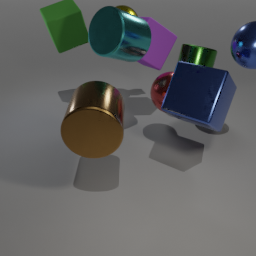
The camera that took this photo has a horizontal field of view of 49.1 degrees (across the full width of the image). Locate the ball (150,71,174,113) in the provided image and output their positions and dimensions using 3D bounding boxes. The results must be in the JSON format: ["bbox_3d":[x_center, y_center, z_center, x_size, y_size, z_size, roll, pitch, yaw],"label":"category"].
[{"bbox_3d":[1.451,-1.184,9.379,1.400,1.400,1.400,0,29,0],"label":"ball"}]

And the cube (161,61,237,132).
[{"bbox_3d":[1.986,-0.841,7.748,1.400,1.400,1.400,21,2,31],"label":"cube"}]

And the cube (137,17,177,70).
[{"bbox_3d":[0.697,-3.204,10.589,1.400,1.400,1.400,23,9,-32],"label":"cube"}]

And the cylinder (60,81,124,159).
[{"bbox_3d":[-0.794,-0.227,6.751,1.400,1.400,1.400,0,33,0],"label":"cylinder"}]

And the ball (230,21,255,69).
[{"bbox_3d":[3.820,-2.474,8.406,1.400,1.400,1.400,0,29,0],"label":"ball"}]

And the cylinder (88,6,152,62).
[{"bbox_3d":[-0.232,-2.781,8.471,1.400,1.400,1.400,22,17,35],"label":"cylinder"}]

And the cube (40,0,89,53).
[{"bbox_3d":[-2.559,-4.180,11.420,1.400,1.400,1.400,-24,50,-8],"label":"cube"}]

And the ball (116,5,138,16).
[{"bbox_3d":[-0.237,-4.294,11.529,1.400,1.400,1.400,0,29,0],"label":"ball"}]

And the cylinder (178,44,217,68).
[{"bbox_3d":[2.661,-2.494,11.106,1.400,1.400,1.400,11,15,-3],"label":"cylinder"}]
